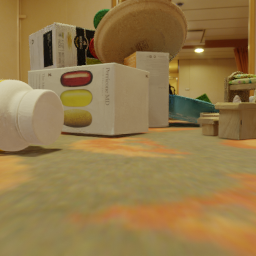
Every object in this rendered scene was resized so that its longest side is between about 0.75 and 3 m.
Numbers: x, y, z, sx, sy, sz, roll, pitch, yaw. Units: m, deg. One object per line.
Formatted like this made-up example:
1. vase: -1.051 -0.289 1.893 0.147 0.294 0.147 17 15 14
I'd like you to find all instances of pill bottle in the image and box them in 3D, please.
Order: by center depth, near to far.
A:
1. pill bottle: -1.715 -0.166 3.620 1.639 0.912 0.912 4 5 19

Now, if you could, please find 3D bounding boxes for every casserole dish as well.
1. casserole dish: 1.629 -0.585 8.926 1.817 0.582 2.999 15 2 -22

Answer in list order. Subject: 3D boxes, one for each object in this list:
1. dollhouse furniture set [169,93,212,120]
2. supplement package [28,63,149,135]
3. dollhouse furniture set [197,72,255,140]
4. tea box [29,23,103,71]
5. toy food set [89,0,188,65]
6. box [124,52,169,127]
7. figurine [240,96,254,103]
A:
1. dollhouse furniture set: 2.716 -0.566 12.122 1.925 0.966 1.261 -28 -7 9
2. supplement package: -0.867 -0.582 6.024 2.371 1.348 1.298 2 4 33
3. dollhouse furniture set: 2.105 -0.607 6.166 2.202 1.384 2.490 -3 5 -30
4. tea box: -1.605 -1.681 9.673 2.940 2.989 1.997 -3 5 -40
5. toy food set: 0.318 -2.672 8.338 2.884 0.709 2.914 -29 -36 26
6. box: 0.494 -1.062 8.046 0.977 2.005 1.247 -2 4 -16
7. figurine: 5.238 -0.761 11.631 2.732 1.176 2.666 -3 -3 -33
